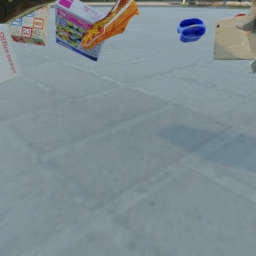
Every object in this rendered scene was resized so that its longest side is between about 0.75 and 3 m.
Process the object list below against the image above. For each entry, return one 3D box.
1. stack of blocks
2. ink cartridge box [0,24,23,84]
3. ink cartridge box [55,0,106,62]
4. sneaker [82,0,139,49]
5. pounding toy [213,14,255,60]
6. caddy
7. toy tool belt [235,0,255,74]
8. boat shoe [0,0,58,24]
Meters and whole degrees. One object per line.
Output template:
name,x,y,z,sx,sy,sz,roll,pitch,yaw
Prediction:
stack of blocks,-3.383,-4.125,9.422,1.374,2.386,0.699,7,-2,-7
ink cartridge box,-2.737,-1.209,4.918,1.396,1.013,0.584,-30,46,-28
ink cartridge box,-1.353,-2.672,7.995,1.406,0.495,2.357,25,-14,-8
sneaker,-0.400,-2.374,6.668,1.627,0.628,0.594,-37,47,8
pounding toy,3.286,-2.415,7.055,1.923,1.367,1.770,-9,17,-34
caddy,2.178,-3.388,9.647,1.020,0.721,0.536,-14,-9,-14
toy tool belt,2.305,-1.467,3.707,1.669,2.716,1.696,-47,28,-14
boat shoe,-0.942,-1.396,2.877,1.031,0.370,0.393,-16,15,16
